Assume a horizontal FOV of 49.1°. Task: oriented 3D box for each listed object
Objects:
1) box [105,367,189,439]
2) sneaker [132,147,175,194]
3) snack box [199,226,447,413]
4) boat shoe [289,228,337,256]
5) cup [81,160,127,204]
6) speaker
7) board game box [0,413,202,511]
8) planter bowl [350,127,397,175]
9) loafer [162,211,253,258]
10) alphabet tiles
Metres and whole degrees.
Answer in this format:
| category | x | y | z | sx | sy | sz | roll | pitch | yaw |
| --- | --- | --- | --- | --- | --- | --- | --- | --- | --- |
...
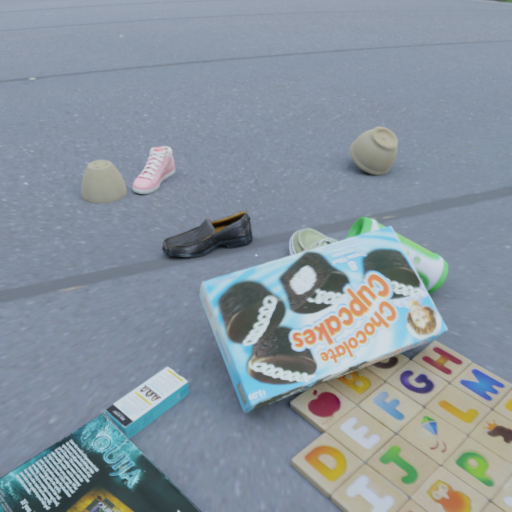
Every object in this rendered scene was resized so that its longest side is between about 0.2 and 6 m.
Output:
| category | x | y | z | sx | sy | sz | roll | pitch | yaw |
| --- | --- | --- | --- | --- | --- | --- | --- | --- | --- |
| box | -1.487 | 2.017 | 7.740 | 0.456 | 0.273 | 1.109 | 26 | 41 | 34 |
| sneaker | -2.527 | -2.174 | 13.692 | 0.605 | 0.841 | 1.608 | 15 | 37 | 18 |
| snack box | 0.981 | 0.835 | 8.205 | 3.190 | 0.592 | 1.853 | -17 | 69 | -19 |
| boat shoe | 1.371 | 0.129 | 10.115 | 0.982 | 0.846 | 2.729 | -11 | 35 | -16 |
| cup | -3.633 | -1.803 | 13.179 | 1.064 | 0.761 | 1.064 | -1 | 33 | 0 |
| speaker | 2.458 | -0.003 | 9.836 | 1.750 | 0.774 | 0.774 | 27 | 32 | -10 |
| board game box | -1.664 | 3.046 | 6.056 | 1.858 | 0.387 | 2.747 | -28 | 42 | -36 |
| planter bowl | 3.076 | -2.753 | 14.168 | 1.181 | 0.795 | 1.181 | 10 | 55 | -15 |
| loafer | -0.982 | -0.468 | 11.193 | 1.877 | 0.679 | 0.683 | -15 | 37 | -21 |
| alphabet tiles | 2.511 | 2.492 | 7.135 | 3.298 | 0.125 | 3.963 | -27 | 41 | -34 |
